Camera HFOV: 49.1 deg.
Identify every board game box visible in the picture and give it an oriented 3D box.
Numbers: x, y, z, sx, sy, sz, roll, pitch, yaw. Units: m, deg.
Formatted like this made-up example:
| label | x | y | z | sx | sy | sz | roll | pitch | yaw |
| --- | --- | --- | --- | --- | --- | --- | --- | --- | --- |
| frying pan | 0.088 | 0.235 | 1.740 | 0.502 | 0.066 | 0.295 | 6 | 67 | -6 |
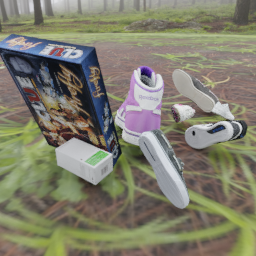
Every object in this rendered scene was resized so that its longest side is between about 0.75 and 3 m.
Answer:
| label | x | y | z | sx | sy | sz | roll | pitch | yaw |
| --- | --- | --- | --- | --- | --- | --- | --- | --- | --- |
| board game box | -1.190 | -0.412 | 5.440 | 1.807 | 2.667 | 0.462 | 16 | 53 | 24 |

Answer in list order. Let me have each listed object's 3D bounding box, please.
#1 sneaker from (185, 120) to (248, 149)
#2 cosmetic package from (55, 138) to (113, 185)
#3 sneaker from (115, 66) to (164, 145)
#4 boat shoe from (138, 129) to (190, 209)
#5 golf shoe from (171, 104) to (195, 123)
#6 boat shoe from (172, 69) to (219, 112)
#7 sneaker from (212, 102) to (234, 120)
| label | x | y | z | sx | sy | sz | roll | pitch | yaw |
| --- | --- | --- | --- | --- | --- | --- | --- | --- | --- |
| sneaker | 2.104 | 0.157 | 6.561 | 0.860 | 0.562 | 1.538 | -4 | -5 | -26 |
| cosmetic package | -0.834 | 0.611 | 5.328 | 0.998 | 0.423 | 0.537 | 20 | 37 | 28 |
| sneaker | 0.364 | -0.704 | 7.166 | 1.072 | 1.687 | 2.959 | 6 | 11 | -9 |
| boat shoe | 0.702 | 0.625 | 4.639 | 0.492 | 1.387 | 0.500 | -26 | -1 | -32 |
| golf shoe | 1.507 | -0.445 | 7.644 | 0.620 | 0.489 | 1.347 | -16 | 1 | 12 |
| boat shoe | 2.256 | -1.237 | 9.339 | 0.563 | 0.660 | 1.974 | -9 | 51 | -45 |
| sneaker | 2.898 | -0.504 | 8.305 | 0.908 | 0.402 | 0.342 | 19 | 6 | -35 |
